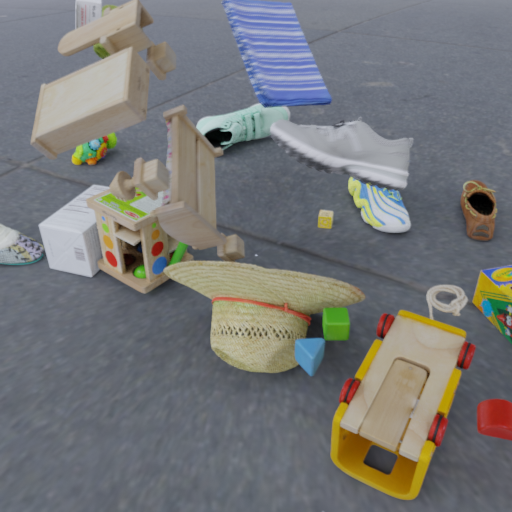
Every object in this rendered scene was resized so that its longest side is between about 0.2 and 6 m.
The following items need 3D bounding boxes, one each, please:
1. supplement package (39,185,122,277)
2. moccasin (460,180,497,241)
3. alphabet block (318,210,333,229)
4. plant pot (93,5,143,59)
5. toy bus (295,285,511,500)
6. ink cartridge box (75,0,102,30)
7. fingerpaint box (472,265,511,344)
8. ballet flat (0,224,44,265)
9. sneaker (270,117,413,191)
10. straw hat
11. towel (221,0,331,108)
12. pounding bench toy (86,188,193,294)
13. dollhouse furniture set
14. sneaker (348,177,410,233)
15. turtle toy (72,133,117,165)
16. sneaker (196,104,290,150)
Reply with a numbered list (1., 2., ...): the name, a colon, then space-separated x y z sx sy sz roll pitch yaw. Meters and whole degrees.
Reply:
1. supplement package: -3.168 -0.536 10.878 0.966 1.004 1.764 11 36 18
2. moccasin: 4.751 -1.133 11.968 0.747 0.788 2.042 12 36 17
3. alphabet block: 1.475 -0.777 11.899 0.288 0.287 0.293 5 33 11
4. plant pot: -2.845 -4.356 11.199 0.883 0.883 0.839 16 77 22
5. toy bus: 1.901 1.772 7.180 2.504 1.294 2.363 -10 41 -10
6. ink cartridge box: -2.677 -3.888 8.956 0.396 0.677 1.168 1 48 -16
7. fingerpaint box: 4.937 0.811 9.109 2.036 0.747 1.699 -8 35 -12
8. ballet flat: -5.241 -0.317 10.773 2.240 0.806 0.806 6 34 9
9. sneaker: 1.568 -2.053 10.249 2.645 1.084 0.988 19 0 -1
10. straw hat: 0.038 1.052 8.193 3.012 3.012 1.275 5 75 8
11. towel: 0.472 -4.225 11.587 1.862 0.307 2.571 -13 78 -35
12. pounding bench toy: -1.732 -0.206 9.852 2.064 1.610 1.282 25 41 32
13. dollhouse furniture set: -1.451 -1.420 7.782 1.432 2.933 2.501 -14 60 21
14. sneaker: 2.623 -1.484 12.080 0.898 1.246 2.372 -9 34 -14
15. turtle toy: -4.166 -2.900 14.560 0.716 1.032 1.416 26 37 2
16. sneaker: -0.285 -3.380 15.133 2.641 0.972 1.558 -12 29 -1
